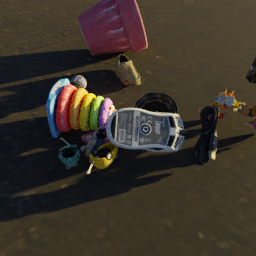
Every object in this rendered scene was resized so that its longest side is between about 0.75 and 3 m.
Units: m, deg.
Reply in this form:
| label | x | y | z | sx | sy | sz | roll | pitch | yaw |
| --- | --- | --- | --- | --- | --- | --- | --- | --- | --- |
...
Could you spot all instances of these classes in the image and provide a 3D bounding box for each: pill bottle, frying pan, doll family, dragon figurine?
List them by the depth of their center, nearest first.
| label | x | y | z | sx | sy | sz | roll | pitch | yaw |
| --- | --- | --- | --- | --- | --- | --- | --- | --- | --- |
| dragon figurine | -0.903 | 0.394 | 7.437 | 0.345 | 1.172 | 0.582 | 30 | 13 | 17 |
| doll family | 3.341 | -0.528 | 8.292 | 2.320 | 1.045 | 1.440 | 20 | 5 | 19 |
| frying pan | 0.728 | -0.176 | 8.505 | 1.338 | 0.360 | 2.212 | 16 | 62 | 9 |
| pill bottle | -1.769 | -1.421 | 9.663 | 0.544 | 0.544 | 0.972 | 1 | 28 | 1 |

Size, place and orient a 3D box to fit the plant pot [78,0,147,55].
| label | x | y | z | sx | sy | sz | roll | pitch | yaw |
| --- | --- | --- | --- | --- | --- | --- | --- | --- | --- |
| plant pot | -0.681 | -4.169 | 11.484 | 2.315 | 2.587 | 2.587 | -19 | 44 | 3 |

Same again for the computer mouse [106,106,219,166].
| label | x | y | z | sx | sy | sz | roll | pitch | yaw |
| --- | --- | --- | --- | --- | --- | --- | --- | --- | --- |
| computer mouse | 0.902 | 0.072 | 7.398 | 2.982 | 0.654 | 1.635 | 6 | 83 | -6 |

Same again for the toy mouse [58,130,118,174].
| label | x | y | z | sx | sy | sz | roll | pitch | yaw |
| --- | --- | --- | --- | --- | --- | --- | --- | --- | --- |
| toy mouse | -1.103 | 0.593 | 7.596 | 2.040 | 0.444 | 2.295 | 6 | 29 | 33 |

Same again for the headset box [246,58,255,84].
| label | x | y | z | sx | sy | sz | roll | pitch | yaw |
| --- | --- | --- | --- | --- | --- | --- | --- | --- | --- |
| headset box | 4.677 | -1.884 | 9.376 | 1.095 | 0.815 | 0.423 | 7 | 40 | -9 |

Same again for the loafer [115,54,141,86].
| label | x | y | z | sx | sy | sz | roll | pitch | yaw |
| --- | --- | --- | --- | --- | --- | --- | --- | --- | --- |
| loafer | -0.060 | -2.184 | 10.549 | 0.654 | 0.580 | 1.720 | -19 | 49 | -20 |

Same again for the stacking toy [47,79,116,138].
| label | x | y | z | sx | sy | sz | roll | pitch | yaw |
| --- | --- | --- | --- | --- | --- | --- | --- | --- | --- |
| stacking toy | -0.934 | -0.427 | 8.171 | 2.599 | 1.427 | 1.509 | 11 | 43 | 6 |
